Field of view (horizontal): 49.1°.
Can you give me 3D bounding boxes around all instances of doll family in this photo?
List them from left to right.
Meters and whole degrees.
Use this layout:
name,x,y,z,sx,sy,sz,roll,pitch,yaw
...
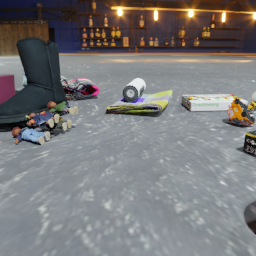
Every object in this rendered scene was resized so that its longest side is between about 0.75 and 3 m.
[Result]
name,x,y,z,sx,sy,sz,roll,pitch,yaw
doll family,-2.282,-0.162,7.576,1.118,0.759,1.934,14,25,24

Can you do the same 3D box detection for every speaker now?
name,x,y,z,sx,sy,sz,roll,pitch,yaw
speaker,0.262,-1.538,11.111,0.649,0.649,1.597,4,19,12

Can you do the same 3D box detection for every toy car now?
name,x,y,z,sx,sy,sz,roll,pitch,yaw
toy car,3.757,-0.372,8.971,0.648,0.956,1.949,-39,-27,32

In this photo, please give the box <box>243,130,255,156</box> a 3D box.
name,x,y,z,sx,sy,sz,roll,pitch,yaw
box,3.983,0.390,6.168,2.156,0.532,1.722,-9,21,-27

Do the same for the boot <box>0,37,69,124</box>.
name,x,y,z,sx,sy,sz,roll,pitch,yaw
boot,-3.153,-1.508,8.718,1.113,2.448,2.913,-4,12,35

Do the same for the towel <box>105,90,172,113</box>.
name,x,y,z,sx,sy,sz,roll,pitch,yaw
towel,0.542,-1.025,10.616,2.054,0.326,2.860,-1,17,19

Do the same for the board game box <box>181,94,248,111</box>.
name,x,y,z,sx,sy,sz,roll,pitch,yaw
board game box,3.238,-0.981,10.680,2.105,0.364,1.329,-2,19,-5

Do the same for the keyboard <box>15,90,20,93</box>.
name,x,y,z,sx,sy,sz,roll,pitch,yaw
keyboard,-5.386,-1.607,12.845,2.152,0.276,1.292,1,18,5

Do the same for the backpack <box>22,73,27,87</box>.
name,x,y,z,sx,sy,sz,roll,pitch,yaw
backpack,-4.311,-2.429,13.723,1.523,1.223,1.664,1,5,-41

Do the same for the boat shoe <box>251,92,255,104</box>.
name,x,y,z,sx,sy,sz,roll,pitch,yaw
boat shoe,5.420,-0.805,9.461,2.474,0.877,0.864,20,23,31

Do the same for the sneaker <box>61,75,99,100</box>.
name,x,y,z,sx,sy,sz,roll,pitch,yaw
sneaker,-2.471,-1.682,11.800,2.607,1.051,0.973,-10,22,-30

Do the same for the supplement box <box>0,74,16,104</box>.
name,x,y,z,sx,sy,sz,roll,pitch,yaw
supplement box,-5.019,-1.029,9.006,2.538,1.401,1.087,3,13,10
